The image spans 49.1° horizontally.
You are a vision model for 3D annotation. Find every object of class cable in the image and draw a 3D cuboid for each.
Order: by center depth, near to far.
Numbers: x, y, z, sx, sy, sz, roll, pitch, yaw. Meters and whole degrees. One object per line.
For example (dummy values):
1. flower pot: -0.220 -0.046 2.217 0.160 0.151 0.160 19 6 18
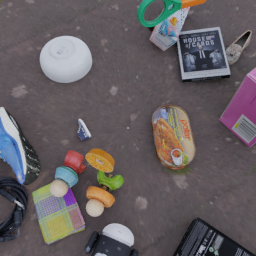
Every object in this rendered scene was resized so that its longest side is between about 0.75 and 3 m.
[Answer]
1. cable: -4.088 2.322 7.990 2.305 0.586 1.881 -4 64 -1

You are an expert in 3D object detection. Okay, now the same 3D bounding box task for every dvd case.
1. dvd case: 2.767 -2.783 10.551 1.727 0.284 2.297 -5 64 6

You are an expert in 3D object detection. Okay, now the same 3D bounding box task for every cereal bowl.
1. cereal bowl: -2.320 -2.672 10.333 1.946 0.811 1.946 0 63 -1

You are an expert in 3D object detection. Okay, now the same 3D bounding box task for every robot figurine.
1. robot figurine: -0.437 3.281 7.341 0.935 1.126 1.498 -1 55 45

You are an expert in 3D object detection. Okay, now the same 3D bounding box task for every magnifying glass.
1. magnifying glass: 1.369 -3.737 8.568 2.444 0.973 0.274 -20 60 -18

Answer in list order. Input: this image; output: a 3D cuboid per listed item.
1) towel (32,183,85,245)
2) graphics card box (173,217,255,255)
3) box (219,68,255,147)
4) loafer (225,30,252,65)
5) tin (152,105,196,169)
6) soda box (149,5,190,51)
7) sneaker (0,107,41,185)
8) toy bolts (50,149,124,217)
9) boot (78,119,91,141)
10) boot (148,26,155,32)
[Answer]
1. towel: -2.054 2.399 8.176 1.193 0.189 1.662 -23 65 -10
2. graphics card box: 2.526 3.850 7.157 2.823 0.718 1.771 31 68 13
3. box: 4.619 -1.176 8.610 2.889 2.541 1.397 -37 69 -17
4. loafer: 4.169 -3.109 10.693 0.605 0.529 1.682 36 69 16
5. tin: 1.454 0.275 9.098 1.229 0.459 2.194 -7 64 1
6. soda box: 1.712 -4.261 10.964 0.780 0.839 2.452 31 64 -19
7. sneaker: -3.706 0.694 8.630 1.266 1.116 2.841 -35 60 -8
8. toy bolts: -1.279 1.463 7.833 1.894 1.809 1.313 17 55 18
9. boot: -1.549 0.058 9.271 0.343 0.276 0.759 -27 68 -19
10. boot: 1.121 -4.084 11.343 0.798 0.298 0.387 43 61 8
